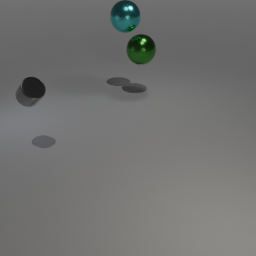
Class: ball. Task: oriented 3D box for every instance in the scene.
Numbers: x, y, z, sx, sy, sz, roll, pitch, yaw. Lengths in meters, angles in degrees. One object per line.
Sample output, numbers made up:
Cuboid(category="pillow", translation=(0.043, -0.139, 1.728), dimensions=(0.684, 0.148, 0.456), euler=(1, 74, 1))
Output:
Cuboid(category="ball", translation=(0.618, -3.694, 13.202), dimensions=(1.400, 1.400, 1.400), euler=(0, 29, 0))
Cuboid(category="ball", translation=(-0.121, -5.097, 12.828), dimensions=(1.400, 1.400, 1.400), euler=(0, 29, 0))

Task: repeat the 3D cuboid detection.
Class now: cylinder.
Cuboid(category="cylinder", translation=(-2.857, -1.049, 8.205), dimensions=(0.700, 0.700, 0.700), euler=(-24, 0, -37))
